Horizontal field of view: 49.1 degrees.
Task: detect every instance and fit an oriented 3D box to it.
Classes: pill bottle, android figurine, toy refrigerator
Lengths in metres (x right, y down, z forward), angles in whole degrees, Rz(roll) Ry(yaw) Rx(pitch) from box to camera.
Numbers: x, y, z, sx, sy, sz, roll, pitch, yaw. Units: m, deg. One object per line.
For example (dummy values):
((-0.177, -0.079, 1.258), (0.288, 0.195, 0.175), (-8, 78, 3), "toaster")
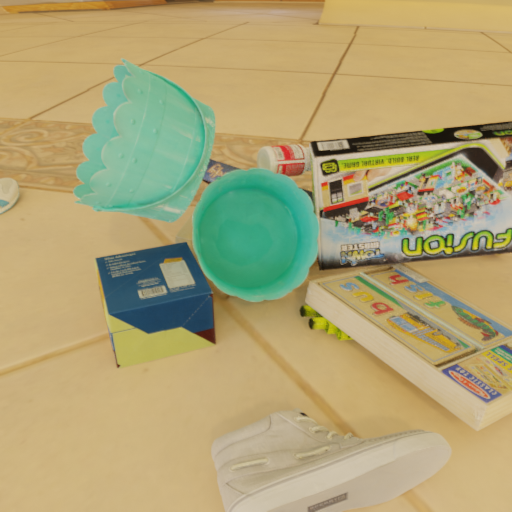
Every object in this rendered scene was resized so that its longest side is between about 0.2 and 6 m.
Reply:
((0.532, -1.593, 9.403), (0.945, 0.531, 0.531), (-9, 32, -27), "pill bottle")
((1.358, 0.988, 9.125), (1.221, 0.251, 1.112), (0, 26, -23), "android figurine")
((-0.961, -0.474, 11.171), (0.744, 0.686, 1.961), (11, 31, 7), "toy refrigerator")

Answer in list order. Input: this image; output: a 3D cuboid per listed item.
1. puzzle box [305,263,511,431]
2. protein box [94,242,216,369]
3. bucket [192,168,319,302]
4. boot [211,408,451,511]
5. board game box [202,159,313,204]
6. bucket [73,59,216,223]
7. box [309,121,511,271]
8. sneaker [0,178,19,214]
((2.630, 1.109, 8.493), (2.236, 0.427, 3.361), (-11, 31, -35), "puzzle box")
((-1.622, 0.715, 8.890), (1.566, 1.064, 1.578), (-11, 33, -17), "protein box")
((-0.056, -0.330, 9.158), (2.127, 2.127, 1.384), (-4, 1, -6), "bucket")
((0.814, 2.225, 6.498), (2.661, 0.979, 1.272), (-11, 39, -16), "boot")
((0.390, -1.078, 11.272), (2.726, 0.472, 1.847), (24, -4, 35), "board game box")
((-1.665, -1.604, 8.346), (1.460, 2.244, 2.244), (17, 24, -26), "bucket")
((2.929, -0.980, 9.278), (3.946, 2.172, 0.685), (-6, 33, 3), "box")
((-6.193, -1.312, 12.369), (0.865, 0.913, 2.260), (12, 33, 22), "sneaker")
